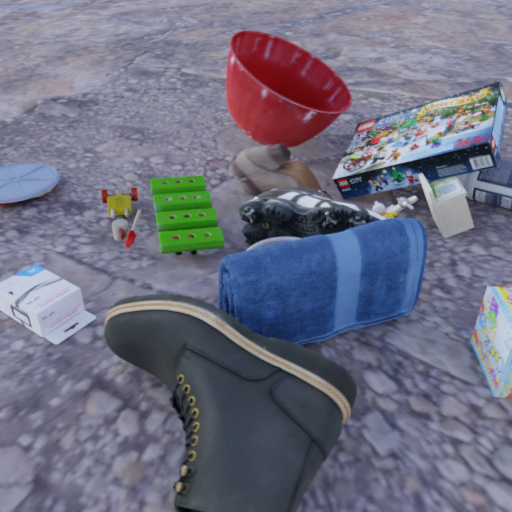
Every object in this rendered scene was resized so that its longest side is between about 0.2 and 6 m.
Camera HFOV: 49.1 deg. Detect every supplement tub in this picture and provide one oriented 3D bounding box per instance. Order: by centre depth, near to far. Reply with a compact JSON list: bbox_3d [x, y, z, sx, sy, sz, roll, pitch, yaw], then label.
[{"bbox_3d":[5.043,-1.579,11.817,1.429,1.003,1.003,20,39,27],"label":"supplement tub"}]

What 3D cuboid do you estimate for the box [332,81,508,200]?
[{"bbox_3d":[3.413,-2.377,11.735,3.251,0.613,2.220,-9,39,36],"label":"box"}]

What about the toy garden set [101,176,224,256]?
[{"bbox_3d":[-1.915,-0.706,11.038,2.170,0.520,2.604,-6,36,-11],"label":"toy garden set"}]

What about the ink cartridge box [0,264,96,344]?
[{"bbox_3d":[-3.352,0.741,8.899,1.455,0.494,0.844,22,40,29],"label":"ink cartridge box"}]

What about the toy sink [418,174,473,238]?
[{"bbox_3d":[3.691,-1.086,10.830,0.655,1.169,0.762,-22,31,13],"label":"toy sink"}]

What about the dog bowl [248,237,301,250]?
[{"bbox_3d":[0.544,0.316,9.484,1.848,0.542,1.848,0,34,0],"label":"dog bowl"}]

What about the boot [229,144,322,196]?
[{"bbox_3d":[0.394,-1.578,11.892,1.391,1.902,0.668,-20,33,38],"label":"boot"}]

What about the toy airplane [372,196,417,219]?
[{"bbox_3d":[2.458,-0.765,10.752,1.059,0.751,1.064,7,57,47],"label":"toy airplane"}]

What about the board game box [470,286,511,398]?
[{"bbox_3d":[4.303,1.185,7.708,2.156,1.110,1.131,1,35,1],"label":"board game box"}]

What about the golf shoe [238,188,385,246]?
[{"bbox_3d":[1.320,-0.719,10.391,3.187,1.239,1.506,15,37,19],"label":"golf shoe"}]

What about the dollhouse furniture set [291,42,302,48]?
[{"bbox_3d":[1.111,-4.618,15.635,1.373,1.811,2.066,6,61,12],"label":"dollhouse furniture set"}]

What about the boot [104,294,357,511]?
[{"bbox_3d":[-0.810,1.863,6.663,3.493,1.353,2.416,14,42,20],"label":"boot"}]

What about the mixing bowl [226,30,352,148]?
[{"bbox_3d":[0.520,-3.782,13.603,3.225,1.747,3.225,18,41,-16],"label":"mixing bowl"}]

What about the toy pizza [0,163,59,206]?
[{"bbox_3d":[-5.332,-1.560,12.416,1.905,0.302,1.905,0,33,0],"label":"toy pizza"}]

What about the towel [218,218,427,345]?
[{"bbox_3d":[1.017,0.470,8.166,3.148,1.757,0.764,-12,36,-17],"label":"towel"}]
